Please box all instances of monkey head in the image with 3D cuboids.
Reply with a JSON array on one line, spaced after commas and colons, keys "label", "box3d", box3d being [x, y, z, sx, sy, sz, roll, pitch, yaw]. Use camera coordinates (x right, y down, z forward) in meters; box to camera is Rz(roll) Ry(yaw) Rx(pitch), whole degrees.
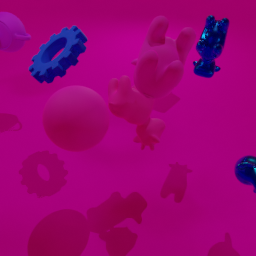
[{"label": "monkey head", "box3d": [2.362, 0.742, 5.083, 1.104, 0.794, 0.665, 3, 48, -56]}]

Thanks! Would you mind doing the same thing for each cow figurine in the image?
[{"label": "cow figurine", "box3d": [0.471, -0.990, 4.477, 0.853, 1.530, 1.555, 22, 61, -3]}, {"label": "cow figurine", "box3d": [0.170, -0.260, 5.870, 1.445, 1.421, 0.793, 8, -6, -40]}, {"label": "cow figurine", "box3d": [1.881, -1.801, 6.383, 0.693, 1.262, 1.241, 18, 3, 15]}]

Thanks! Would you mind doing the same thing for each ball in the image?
[{"label": "ball", "box3d": [-0.977, -0.174, 5.334, 1.254, 1.254, 1.254, 0, 40, 0]}]

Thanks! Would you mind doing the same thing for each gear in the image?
[{"label": "gear", "box3d": [-1.661, -1.743, 6.614, 1.550, 0.287, 1.550, -20, 48, 24]}]

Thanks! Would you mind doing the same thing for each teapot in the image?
[{"label": "teapot", "box3d": [-3.696, -2.773, 8.198, 1.857, 1.154, 0.909, 11, 28, 7]}]
